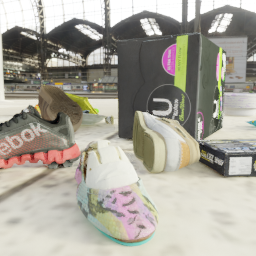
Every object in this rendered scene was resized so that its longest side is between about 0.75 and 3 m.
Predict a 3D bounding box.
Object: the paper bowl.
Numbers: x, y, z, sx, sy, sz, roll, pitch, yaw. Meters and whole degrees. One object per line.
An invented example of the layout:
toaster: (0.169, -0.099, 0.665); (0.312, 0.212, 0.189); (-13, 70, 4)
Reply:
paper bowl: (5.098, -1.073, 12.803); (1.939, 1.009, 1.939); (1, 7, 0)

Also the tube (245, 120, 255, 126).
tube: (3.979, -0.115, 8.111); (0.552, 0.359, 1.427); (13, 2, -2)

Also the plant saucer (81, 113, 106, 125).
plant saucer: (-1.409, -0.294, 8.909); (1.393, 0.350, 1.393); (5, 2, 0)

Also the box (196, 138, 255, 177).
box: (1.762, 0.372, 3.958); (1.386, 0.340, 1.117); (-1, 9, -8)

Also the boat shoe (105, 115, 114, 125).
boat shoe: (-0.628, -0.258, 9.321); (0.285, 0.311, 0.833); (-6, 0, 0)

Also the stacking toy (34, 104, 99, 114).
stacking toy: (-2.776, -0.832, 12.673); (2.519, 0.592, 1.899); (-3, 8, -28)

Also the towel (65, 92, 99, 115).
towel: (-2.306, -1.057, 11.214); (2.835, 0.256, 1.220); (19, -22, 38)

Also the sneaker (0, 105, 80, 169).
sneaker: (-1.550, 0.132, 3.753); (1.802, 0.880, 0.637); (-5, 11, -22)

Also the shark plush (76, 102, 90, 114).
shark plush: (-2.005, -0.619, 10.264); (0.809, 0.741, 1.780); (-3, 8, -25)

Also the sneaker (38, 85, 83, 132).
sneaker: (-1.953, -0.333, 7.952); (0.934, 1.002, 2.652); (0, 28, -27)

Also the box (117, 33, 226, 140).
box: (1.215, -0.924, 6.854); (1.829, 2.186, 2.943); (4, 8, 29)

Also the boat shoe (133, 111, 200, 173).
boat shoe: (0.480, 0.187, 4.308); (0.654, 0.714, 1.911); (1, 17, -9)

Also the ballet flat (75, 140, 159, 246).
ballet flat: (-0.210, 0.417, 2.571); (0.572, 0.589, 1.656); (-4, 8, -16)
